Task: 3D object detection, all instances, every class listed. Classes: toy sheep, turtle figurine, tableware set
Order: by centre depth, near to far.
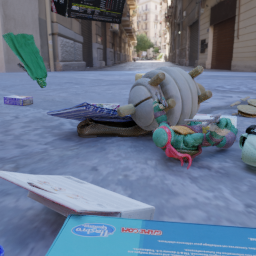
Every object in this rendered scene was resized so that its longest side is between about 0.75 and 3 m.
[{"bbox_3d":[1.138,0.039,5.535,1.816,1.221,2.425,32,15,37],"label":"turtle figurine"},{"bbox_3d":[0.898,-0.705,6.954,2.636,1.817,1.817,-10,17,-30],"label":"toy sheep"},{"bbox_3d":[4.574,-0.680,10.268,1.197,0.363,1.810,26,33,36],"label":"tableware set"}]

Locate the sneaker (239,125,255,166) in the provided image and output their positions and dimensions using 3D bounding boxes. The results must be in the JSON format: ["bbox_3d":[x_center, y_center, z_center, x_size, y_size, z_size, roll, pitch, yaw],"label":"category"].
[{"bbox_3d":[2.987,0.192,5.443,1.376,0.859,2.333,17,23,33],"label":"sneaker"}]

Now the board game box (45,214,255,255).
[{"bbox_3d":[0.414,1.424,0.896,2.244,0.698,2.973,2,14,7],"label":"board game box"}]

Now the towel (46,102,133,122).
[{"bbox_3d":[-0.870,-0.369,7.500,1.504,0.248,2.077,-7,-10,39],"label":"towel"}]

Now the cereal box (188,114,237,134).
[{"bbox_3d":[2.327,-0.057,7.690,1.230,0.338,1.710,5,15,21],"label":"cereal box"}]

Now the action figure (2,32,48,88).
[{"bbox_3d":[-2.733,-1.857,7.849,0.988,1.672,0.457,-25,-7,-46],"label":"action figure"}]

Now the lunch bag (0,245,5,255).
[{"bbox_3d":[-2.014,1.005,1.682,2.269,1.070,2.832,-8,13,-29],"label":"lunch bag"}]

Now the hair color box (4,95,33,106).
[{"bbox_3d":[-4.859,-1.225,12.418,1.143,0.370,0.625,8,15,24],"label":"hair color box"}]

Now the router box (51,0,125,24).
[{"bbox_3d":[-0.991,-4.006,7.971,0.720,1.736,2.316,31,29,30],"label":"router box"}]

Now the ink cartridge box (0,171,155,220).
[{"bbox_3d":[-0.656,0.834,3.170,1.497,0.335,1.319,10,-5,36],"label":"ink cartridge box"}]

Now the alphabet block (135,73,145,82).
[{"bbox_3d":[1.075,-1.726,12.418,1.333,1.340,1.365,-1,14,-12],"label":"alphabet block"}]

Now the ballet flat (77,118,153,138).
[{"bbox_3d":[-0.307,-0.059,7.410,2.069,0.480,0.697,-2,14,-9],"label":"ballet flat"}]

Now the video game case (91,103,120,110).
[{"bbox_3d":[-1.024,-0.721,10.611,1.234,0.244,1.361,2,14,9],"label":"video game case"}]
